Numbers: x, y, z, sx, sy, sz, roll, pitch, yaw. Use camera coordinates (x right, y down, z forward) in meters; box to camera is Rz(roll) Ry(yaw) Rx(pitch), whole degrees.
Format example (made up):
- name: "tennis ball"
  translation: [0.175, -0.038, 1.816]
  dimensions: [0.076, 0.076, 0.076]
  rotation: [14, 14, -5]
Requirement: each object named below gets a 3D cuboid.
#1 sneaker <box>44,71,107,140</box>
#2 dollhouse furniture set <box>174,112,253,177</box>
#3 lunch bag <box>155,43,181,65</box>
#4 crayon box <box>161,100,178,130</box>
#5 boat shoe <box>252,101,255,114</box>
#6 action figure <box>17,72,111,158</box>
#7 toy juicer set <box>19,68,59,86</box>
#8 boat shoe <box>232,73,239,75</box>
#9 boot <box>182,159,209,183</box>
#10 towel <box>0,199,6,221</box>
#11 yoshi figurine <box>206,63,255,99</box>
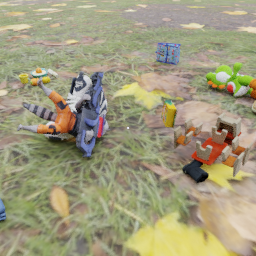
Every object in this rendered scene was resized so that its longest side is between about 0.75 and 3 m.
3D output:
- name: "sneaker"
  translation: [-1.730, -0.889, 9.193]
  dimensions: [1.097, 1.788, 2.747]
  rotation: [24, 39, 34]
- name: "dollhouse furniture set"
  translation: [2.517, 0.438, 7.959]
  dimensions: [1.896, 0.977, 1.876]
  rotation: [25, 45, 35]
- name: "lunch bag"
  translation: [2.092, -4.028, 15.026]
  dimensions: [1.292, 0.973, 0.608]
  rotation: [14, 34, 21]
- name: "crayon box"
  translation: [1.049, -0.353, 7.175]
  dimensions: [0.207, 0.516, 0.813]
  rotation: [5, 22, -7]
- name: "boat shoe"
  translation: [5.268, -1.158, 10.589]
  dimensions: [0.724, 0.770, 2.021]
  rotation: [22, 38, 31]
- name: "action figure"
  translation: [-1.639, -0.532, 8.386]
  dimensions: [2.575, 2.661, 1.392]
  rotation: [25, -21, -29]
- name: "toy juicer set"
  translation: [-3.960, -2.492, 12.994]
  dimensions: [1.199, 0.513, 1.885]
  rotation: [19, 36, 28]
- name: "boat shoe"
  translation: [4.668, -2.372, 12.958]
  dimensions: [1.088, 0.386, 0.380]
  rotation: [3, 29, -8]
- name: "boot"
  translation: [1.906, 1.106, 7.383]
  dimensions: [0.762, 0.291, 0.640]
  rotation: [-24, 35, -23]
- name: "towel"
  translation: [-3.348, 1.933, 6.056]
  dimensions: [1.265, 0.307, 0.706]
  rotation: [-21, 37, -29]
- name: "yoshi figurine"
  translation: [4.524, -2.096, 11.796]
  dimensions: [2.362, 1.328, 1.323]
  rotation: [22, 22, 36]
